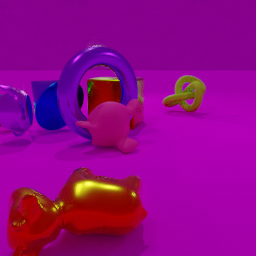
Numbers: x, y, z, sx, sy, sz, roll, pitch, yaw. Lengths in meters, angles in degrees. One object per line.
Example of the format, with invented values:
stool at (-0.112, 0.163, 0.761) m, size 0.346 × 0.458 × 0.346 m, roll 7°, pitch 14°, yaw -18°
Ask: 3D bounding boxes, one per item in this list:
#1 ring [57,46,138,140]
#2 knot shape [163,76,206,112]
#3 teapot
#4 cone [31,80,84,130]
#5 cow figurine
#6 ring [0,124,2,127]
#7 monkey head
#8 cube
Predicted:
ring at (-0.546, -0.681, 5.692) m, size 1.901 × 1.901 × 0.380 m, roll -10°, pitch 16°, yaw -39°
knot shape at (1.972, -1.186, 9.253) m, size 1.542 × 0.713 × 1.443 m, roll -4°, pitch 42°, yaw 47°
teapot at (-2.306, -0.366, 5.585) m, size 0.684 × 1.397 × 0.869 m, roll -6°, pitch 40°, yaw -7°
cone at (-1.993, -0.842, 6.777) m, size 1.327 × 1.322 × 1.322 m, roll 36°, pitch 31°, yaw 30°
cow figurine at (-0.413, 0.738, 2.443) m, size 1.161 × 0.637 × 1.143 m, roll 5°, pitch 10°, yaw 6°
ring at (-3.347, -0.257, 7.069) m, size 1.689 × 0.338 × 1.689 m, roll -4°, pitch 8°, yaw 1°
monkey head at (-0.243, -0.034, 5.200) m, size 1.377 × 0.830 × 0.991 m, roll -25°, pitch 35°, yaw -31°
cube at (-0.285, -0.700, 7.369) m, size 1.213 × 1.213 × 1.213 m, roll 3°, pitch 13°, yaw 15°
